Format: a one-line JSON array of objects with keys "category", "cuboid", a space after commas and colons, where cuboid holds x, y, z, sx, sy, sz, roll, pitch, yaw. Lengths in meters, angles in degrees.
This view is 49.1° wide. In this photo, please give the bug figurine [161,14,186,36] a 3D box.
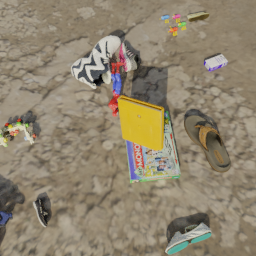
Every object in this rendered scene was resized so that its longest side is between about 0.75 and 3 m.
[{"category": "bug figurine", "cuboid": [2.347, -5.424, 14.392, 1.118, 0.371, 1.442, -20, 63, -11]}]

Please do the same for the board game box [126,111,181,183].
[{"category": "board game box", "cuboid": [0.872, 0.683, 11.063, 1.893, 0.409, 2.813, -5, 62, -4]}]

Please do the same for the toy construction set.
[{"category": "toy construction set", "cuboid": [-4.528, 0.232, 11.102, 1.675, 0.772, 1.098, -6, 37, -12]}]

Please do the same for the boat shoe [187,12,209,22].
[{"category": "boat shoe", "cuboid": [3.668, -5.853, 14.613, 1.142, 0.417, 0.359, -14, 67, 1]}]

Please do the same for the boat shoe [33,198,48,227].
[{"category": "boat shoe", "cuboid": [-3.016, 2.969, 9.861, 0.314, 0.384, 1.039, -29, 57, -10]}]

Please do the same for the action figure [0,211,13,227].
[{"category": "action figure", "cuboid": [-5.223, 3.399, 9.152, 2.455, 1.284, 2.374, 16, 54, -19]}]

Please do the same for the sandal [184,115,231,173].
[{"category": "sandal", "cuboid": [3.171, 0.497, 10.983, 1.078, 0.720, 2.637, -19, 63, -10]}]

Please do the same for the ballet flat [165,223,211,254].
[{"category": "ballet flat", "cuboid": [1.952, 3.674, 9.425, 1.735, 0.603, 0.603, -17, 63, -14]}]

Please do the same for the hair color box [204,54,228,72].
[{"category": "hair color box", "cuboid": [4.120, -3.050, 13.146, 0.953, 0.309, 0.521, -22, 63, -10]}]

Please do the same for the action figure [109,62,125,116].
[{"category": "action figure", "cuboid": [-0.233, -1.579, 11.942, 1.108, 0.731, 2.239, 6, 92, -31]}]

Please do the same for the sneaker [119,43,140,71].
[{"category": "sneaker", "cuboid": [0.081, -3.296, 13.102, 0.788, 0.665, 1.802, 0, 49, -20]}]

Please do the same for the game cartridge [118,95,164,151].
[{"category": "game cartridge", "cuboid": [0.482, -0.128, 9.941, 1.698, 1.926, 0.312, 20, 49, 25]}]

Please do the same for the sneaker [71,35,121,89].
[{"category": "sneaker", "cuboid": [-0.983, -2.835, 12.581, 2.769, 1.105, 1.802, -40, 70, -19]}]
